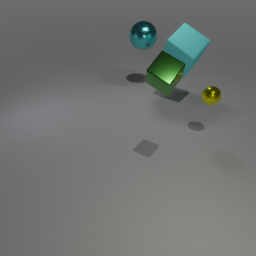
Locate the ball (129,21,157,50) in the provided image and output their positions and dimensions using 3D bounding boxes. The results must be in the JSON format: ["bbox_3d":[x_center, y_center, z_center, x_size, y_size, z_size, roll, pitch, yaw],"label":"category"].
[{"bbox_3d":[0.763,-4.612,14.004,1.400,1.400,1.400,0,31,0],"label":"ball"}]

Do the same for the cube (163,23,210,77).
[{"bbox_3d":[2.475,-3.409,12.371,1.400,1.400,1.400,38,66,8],"label":"cube"}]

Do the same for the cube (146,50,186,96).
[{"bbox_3d":[0.940,-1.366,7.080,0.700,0.700,0.700,35,79,13],"label":"cube"}]

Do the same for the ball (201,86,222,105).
[{"bbox_3d":[3.022,-1.171,10.138,0.700,0.700,0.700,0,31,0],"label":"ball"}]
